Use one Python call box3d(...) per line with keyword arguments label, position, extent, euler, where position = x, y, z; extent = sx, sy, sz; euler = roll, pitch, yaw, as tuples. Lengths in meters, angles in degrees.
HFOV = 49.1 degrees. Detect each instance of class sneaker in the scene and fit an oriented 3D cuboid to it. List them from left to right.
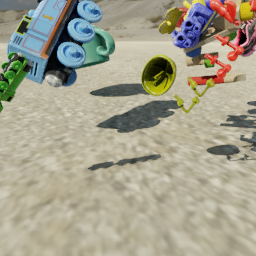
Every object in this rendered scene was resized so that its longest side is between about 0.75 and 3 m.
box3d(label="sneaker", position=(3.934, -3.285, 8.907), extent=(0.953, 1.998, 0.789), euler=(-1, 28, -38))

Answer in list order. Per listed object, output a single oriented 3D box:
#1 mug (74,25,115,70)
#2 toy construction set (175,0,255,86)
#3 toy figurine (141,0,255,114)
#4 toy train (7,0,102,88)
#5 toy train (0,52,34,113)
box3d(label="mug", position=(-1.678, -3.253, 11.022), extent=(2.495, 1.542, 2.050), euler=(-12, 10, 8))
box3d(label="toy construction set", position=(2.266, -2.398, 5.970), extent=(2.259, 2.940, 2.452), euler=(0, 31, 25))
box3d(label="toy figurine", position=(1.171, -1.473, 4.343), extent=(1.166, 2.211, 1.325), euler=(30, 49, 3))
box3d(label="toy train", position=(-1.689, -2.289, 6.779), extent=(1.635, 1.240, 2.862), euler=(22, 59, -15))
box3d(label="toy train", position=(-1.816, -0.572, 4.094), extent=(0.365, 1.295, 0.270), euler=(13, 39, -53))
